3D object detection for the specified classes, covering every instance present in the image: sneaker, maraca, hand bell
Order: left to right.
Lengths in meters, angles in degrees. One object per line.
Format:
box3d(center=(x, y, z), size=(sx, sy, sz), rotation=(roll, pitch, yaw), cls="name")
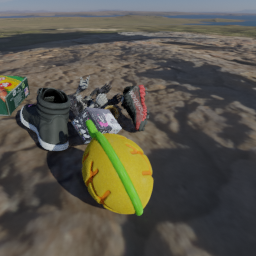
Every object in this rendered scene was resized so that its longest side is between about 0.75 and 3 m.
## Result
box3d(center=(-2.282, -0.559, 7.808), size=(0.985, 1.382, 2.787), rotation=(-1, 22, -34), cls="sneaker")
box3d(center=(-0.725, -0.530, 9.190), size=(0.556, 0.556, 1.067), rotation=(-10, 15, -20), cls="hand bell")
box3d(center=(-0.290, 0.670, 5.094), size=(1.156, 1.481, 2.160), rotation=(-25, 35, -13), cls="maraca")
box3d(center=(0.161, -0.613, 8.225), size=(0.823, 0.595, 1.684), rotation=(7, 53, -13), cls="sneaker")

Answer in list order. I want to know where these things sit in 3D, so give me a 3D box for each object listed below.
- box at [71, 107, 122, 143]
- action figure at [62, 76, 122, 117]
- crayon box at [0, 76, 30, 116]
box3d(center=(-0.751, -0.062, 6.980), size=(0.691, 0.600, 1.045), rotation=(54, 23, 18), cls="box")
box3d(center=(-1.225, -0.983, 8.906), size=(1.296, 1.113, 2.181), rotation=(50, 39, 14), cls="action figure")
box3d(center=(-5.281, -1.209, 9.844), size=(2.984, 0.758, 1.895), rotation=(2, 31, 3), cls="crayon box")
